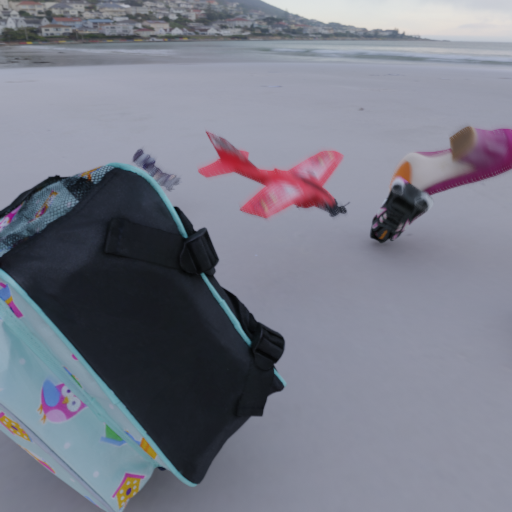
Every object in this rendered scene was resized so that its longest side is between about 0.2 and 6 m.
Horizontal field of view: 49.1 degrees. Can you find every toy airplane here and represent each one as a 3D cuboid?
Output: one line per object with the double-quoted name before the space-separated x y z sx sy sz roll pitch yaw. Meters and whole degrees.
"toy airplane" 0.243 -1.336 9.607 2.919 0.537 2.919 8 38 -7

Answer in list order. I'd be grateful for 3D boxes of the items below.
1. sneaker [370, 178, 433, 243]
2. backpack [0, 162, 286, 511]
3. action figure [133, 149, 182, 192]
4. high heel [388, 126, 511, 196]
"sneaker" 2.745 -0.731 10.937 0.876 0.941 2.180 33 -9 11
"backpack" -1.744 0.716 6.014 2.630 3.016 3.431 -42 27 -13
"action figure" -2.363 -1.945 13.331 0.926 0.494 1.424 4 35 -52
"high heel" 3.850 -1.644 10.879 1.476 1.036 3.077 8 -20 -16
